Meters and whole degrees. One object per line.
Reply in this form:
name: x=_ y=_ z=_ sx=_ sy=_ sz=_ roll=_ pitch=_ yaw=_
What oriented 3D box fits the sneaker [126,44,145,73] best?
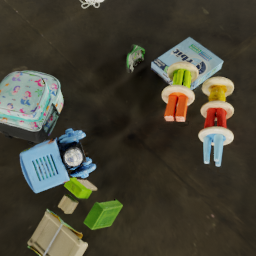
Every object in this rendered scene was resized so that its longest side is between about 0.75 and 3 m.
sneaker: x=0.271 y=-2.572 z=10.369 sx=0.576 sy=0.528 sz=1.353 roll=15 pitch=59 yaw=8

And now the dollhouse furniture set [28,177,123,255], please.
dollhouse furniture set: x=-1.377 y=2.524 z=7.317 sx=1.375 sy=1.054 sz=2.100 roll=32 pitch=93 yaw=25

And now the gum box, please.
gum box: x=2.148 y=-2.298 z=10.242 sx=2.000 sy=0.445 sz=1.699 roll=-36 pitch=65 yaw=-18

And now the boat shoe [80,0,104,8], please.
boat shoe: x=-1.634 y=-5.677 z=12.061 sx=0.922 sy=1.064 sz=2.496 roll=-38 pitch=37 yaw=-15

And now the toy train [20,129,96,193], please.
toy train: x=-1.778 y=0.732 z=7.118 sx=1.555 sy=2.721 sz=1.180 roll=-18 pitch=95 yaw=-13

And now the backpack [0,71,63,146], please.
backpack: x=-3.089 y=-0.826 z=8.768 sx=1.909 sy=1.619 sz=2.150 roll=14 pitch=55 yaw=8

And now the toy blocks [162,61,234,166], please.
toy blocks: x=2.097 y=-0.421 z=8.528 sx=2.363 sy=1.029 sz=2.835 roll=19 pitch=59 yaw=-10
